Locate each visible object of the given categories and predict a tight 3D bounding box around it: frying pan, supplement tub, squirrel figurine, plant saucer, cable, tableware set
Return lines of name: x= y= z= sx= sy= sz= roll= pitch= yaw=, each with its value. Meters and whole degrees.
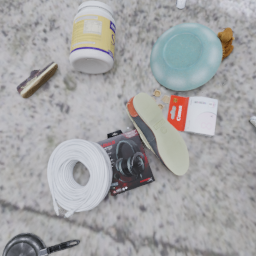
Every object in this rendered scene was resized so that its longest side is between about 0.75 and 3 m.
frying pan: x=-2.853 y=4.179 z=8.877 sx=2.430 sy=0.396 sz=1.470 roll=6 pitch=77 yaw=5
supplement tub: x=-1.221 y=-3.171 z=9.947 sx=1.543 sy=1.543 sz=2.122 roll=3 pitch=77 yaw=1
squirrel figurine: x=3.364 y=-2.936 z=10.068 sx=0.907 sy=1.197 sz=1.282 roll=30 pitch=79 yaw=7
plant saucer: x=1.962 y=-2.637 z=9.918 sx=2.614 sy=0.503 sz=2.614 roll=-5 pitch=77 yaw=21
cable: x=-1.521 y=1.466 z=8.832 sx=2.261 sy=0.783 sz=2.261 roll=-26 pitch=75 yaw=22
tableware set: x=1.122 y=-1.022 z=10.193 sx=0.809 sy=0.094 sz=0.676 roll=33 pitch=79 yaw=7

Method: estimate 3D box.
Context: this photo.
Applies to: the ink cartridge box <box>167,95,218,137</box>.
ink cartridge box: x=2.274 y=-0.479 z=9.907 sx=1.646 sy=0.470 sz=1.338 roll=11 pitch=77 yaw=-3

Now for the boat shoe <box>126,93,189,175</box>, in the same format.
boat shoe: x=0.924 y=0.243 z=9.061 sx=1.045 sy=0.918 sz=2.935 roll=-34 pitch=92 yaw=-30

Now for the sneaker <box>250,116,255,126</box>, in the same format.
sneaker: x=4.749 y=0.125 z=9.730 sx=1.302 sy=0.475 sz=0.461 roll=41 pitch=76 yaw=8

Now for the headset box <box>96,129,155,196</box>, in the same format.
headset box: x=-0.148 y=1.065 z=9.356 sx=1.502 sy=0.780 sz=2.019 roll=-18 pitch=79 yaw=-4

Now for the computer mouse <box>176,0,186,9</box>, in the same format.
computer mouse: x=2.149 y=-5.273 z=11.101 sx=0.621 sy=0.248 sz=1.132 roll=5 pitch=77 yaw=0

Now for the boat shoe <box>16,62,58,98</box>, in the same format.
boat shoe: x=-3.300 y=-1.831 z=10.122 sx=0.563 sy=0.625 sz=1.737 roll=44 pitch=86 yaw=4
